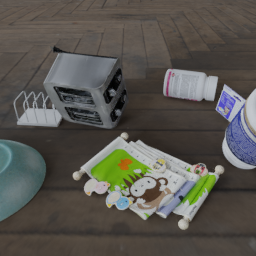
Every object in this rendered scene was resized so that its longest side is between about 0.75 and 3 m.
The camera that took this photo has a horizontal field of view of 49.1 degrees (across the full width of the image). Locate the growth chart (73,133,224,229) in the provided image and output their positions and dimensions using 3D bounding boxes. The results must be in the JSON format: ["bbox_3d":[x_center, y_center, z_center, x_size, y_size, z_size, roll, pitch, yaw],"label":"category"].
[{"bbox_3d":[0.408,1.107,6.405,2.963,0.263,2.144,20,46,25],"label":"growth chart"}]

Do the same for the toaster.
[{"bbox_3d":[-1.189,-1.110,8.043,2.156,1.949,1.279,11,59,15],"label":"toaster"}]

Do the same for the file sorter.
[{"bbox_3d":[-2.706,-0.622,8.646,1.265,0.788,0.878,3,35,4],"label":"file sorter"}]

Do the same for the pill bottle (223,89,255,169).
[{"bbox_3d":[2.899,0.098,6.080,1.323,2.286,1.323,-1,67,2],"label":"pill bottle"}]

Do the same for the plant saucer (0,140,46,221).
[{"bbox_3d":[-3.448,1.008,6.471,2.947,0.567,2.947,0,35,0],"label":"plant saucer"}]

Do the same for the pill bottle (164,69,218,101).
[{"bbox_3d":[2.164,-1.467,9.692,1.715,0.972,0.972,10,36,16],"label":"pill bottle"}]

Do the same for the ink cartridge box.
[{"bbox_3d":[3.073,-0.599,7.994,0.234,1.080,1.070,-28,56,-19],"label":"ink cartridge box"}]
